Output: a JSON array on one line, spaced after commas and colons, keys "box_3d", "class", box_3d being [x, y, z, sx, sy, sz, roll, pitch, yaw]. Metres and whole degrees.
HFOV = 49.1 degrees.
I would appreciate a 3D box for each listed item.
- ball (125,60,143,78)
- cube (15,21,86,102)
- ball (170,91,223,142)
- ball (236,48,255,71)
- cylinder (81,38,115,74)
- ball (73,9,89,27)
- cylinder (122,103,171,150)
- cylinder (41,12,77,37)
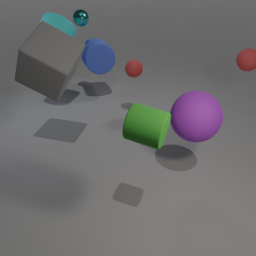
[{"box_3d": [0.236, -2.351, 11.095, 0.700, 0.700, 0.700, 0, 29, 0], "class": "ball"}, {"box_3d": [-2.290, -1.926, 8.227, 1.400, 1.400, 1.400, 27, 54, -11], "class": "cube"}, {"box_3d": [1.844, -0.308, 7.611, 1.400, 1.400, 1.400, 0, 29, 0], "class": "ball"}, {"box_3d": [3.747, -2.116, 8.718, 0.700, 0.700, 0.700, 0, 29, 0], "class": "ball"}, {"box_3d": [-1.428, -3.364, 13.089, 1.400, 1.400, 1.400, -9, 28, -15], "class": "cylinder"}, {"box_3d": [-2.050, -4.788, 12.206, 0.700, 0.700, 0.700, 0, 29, 0], "class": "ball"}, {"box_3d": [0.349, -0.035, 5.145, 0.700, 0.700, 0.700, 18, 33, 15], "class": "cylinder"}, {"box_3d": [-2.936, -3.553, 11.099, 1.400, 1.400, 1.400, 20, -10, 4], "class": "cylinder"}]
